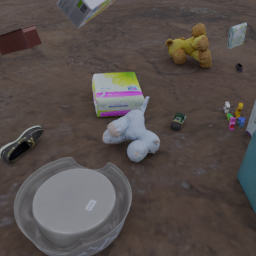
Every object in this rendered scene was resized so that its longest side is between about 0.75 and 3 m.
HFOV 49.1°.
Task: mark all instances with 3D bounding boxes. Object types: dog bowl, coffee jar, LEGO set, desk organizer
[{"bbox_3d":[-1.283,1.899,6.912,2.757,0.808,2.757,0,37,0],"label":"dog bowl"},{"bbox_3d":[1.813,-0.227,10.156,0.406,0.332,0.779,15,39,18],"label":"coffee jar"},{"bbox_3d":[4.001,-0.571,10.385,0.568,0.611,1.489,4,37,4],"label":"LEGO set"},{"bbox_3d":[-3.387,-2.683,8.569,1.512,0.582,0.542,1,29,35],"label":"desk organizer"}]

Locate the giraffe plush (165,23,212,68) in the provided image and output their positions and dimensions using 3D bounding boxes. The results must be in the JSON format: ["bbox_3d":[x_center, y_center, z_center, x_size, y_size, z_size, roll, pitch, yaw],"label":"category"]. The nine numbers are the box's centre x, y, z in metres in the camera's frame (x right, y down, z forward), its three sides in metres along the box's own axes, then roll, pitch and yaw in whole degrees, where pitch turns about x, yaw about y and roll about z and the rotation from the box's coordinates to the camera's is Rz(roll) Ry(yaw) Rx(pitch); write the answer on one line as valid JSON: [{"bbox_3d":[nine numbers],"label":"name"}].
[{"bbox_3d":[2.988,-4.068,14.202,2.026,2.156,2.499,-12,42,16],"label":"giraffe plush"}]

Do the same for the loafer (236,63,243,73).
[{"bbox_3d":[5.604,-3.073,14.009,0.325,0.285,0.904,8,37,10],"label":"loafer"}]

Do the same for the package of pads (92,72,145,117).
[{"bbox_3d":[-0.475,-1.399,11.314,1.893,0.836,2.451,-4,36,-7],"label":"package of pads"}]

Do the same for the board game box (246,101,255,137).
[{"bbox_3d":[5.656,-0.234,9.236,2.728,1.430,1.405,-9,38,-10],"label":"board game box"}]

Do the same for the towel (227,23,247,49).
[{"bbox_3d":[3.806,-3.220,9.811,0.679,0.793,0.191,-25,45,-20],"label":"towel"}]

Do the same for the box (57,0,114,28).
[{"bbox_3d":[-1.251,-4.683,9.828,2.142,1.086,1.205,-51,15,-33],"label":"box"}]

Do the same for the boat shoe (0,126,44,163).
[{"bbox_3d":[-3.301,0.525,8.982,0.486,0.575,1.613,25,51,31],"label":"boat shoe"}]

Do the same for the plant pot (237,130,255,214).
[{"bbox_3d":[4.103,1.569,6.548,1.885,1.886,2.668,-1,41,-1],"label":"plant pot"}]

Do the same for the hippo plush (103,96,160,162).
[{"bbox_3d":[0.276,0.302,8.956,1.850,1.474,1.488,-36,79,-20],"label":"hippo plush"}]
